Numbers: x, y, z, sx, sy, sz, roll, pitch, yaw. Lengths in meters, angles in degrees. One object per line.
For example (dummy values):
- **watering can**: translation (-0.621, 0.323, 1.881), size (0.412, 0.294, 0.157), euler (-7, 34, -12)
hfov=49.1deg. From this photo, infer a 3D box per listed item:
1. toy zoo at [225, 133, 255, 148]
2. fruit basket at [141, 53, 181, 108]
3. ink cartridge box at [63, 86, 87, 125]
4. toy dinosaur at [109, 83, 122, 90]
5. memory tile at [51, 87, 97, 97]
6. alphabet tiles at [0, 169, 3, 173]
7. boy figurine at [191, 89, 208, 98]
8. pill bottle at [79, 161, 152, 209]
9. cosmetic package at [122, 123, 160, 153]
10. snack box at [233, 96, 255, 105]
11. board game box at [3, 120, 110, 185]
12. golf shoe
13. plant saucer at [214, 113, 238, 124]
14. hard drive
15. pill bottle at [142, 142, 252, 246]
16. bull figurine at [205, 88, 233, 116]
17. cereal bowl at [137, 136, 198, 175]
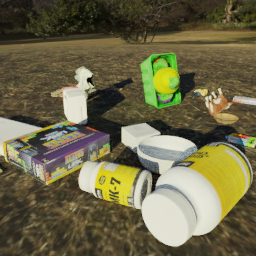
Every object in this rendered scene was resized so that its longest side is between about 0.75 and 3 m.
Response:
- **toy zoo**: translation (4.179, 0.424, 10.406), size (1.092, 0.112, 0.716), euler (14, 26, 32)
- **fruit basket**: translation (1.919, -2.392, 14.031), size (2.063, 2.861, 2.861), euler (-15, 26, -34)
- **ink cartridge box**: translation (-2.365, -0.997, 12.378), size (0.760, 1.306, 1.793), euler (-9, 23, -20)
- **toy dinosaur**: translation (-0.924, -2.563, 17.850), size (0.655, 0.377, 1.295), euler (0, 23, -45)
- **memory tile**: translation (-3.199, -2.094, 16.710), size (2.366, 0.199, 1.814), euler (8, 23, 17)
- **alphabet tiles**: translation (-5.098, 1.267, 8.314), size (2.140, 0.081, 1.789), euler (18, 28, 37)
- **boy figurine**: translation (4.188, -2.040, 16.300), size (1.165, 0.375, 0.724), euler (-16, 35, -39)
- **pill bottle**: translation (-0.312, 1.346, 6.935), size (1.644, 0.939, 0.939), euler (9, 23, 23)
- **cosmetic package**: translation (0.446, 0.339, 9.923), size (1.004, 0.619, 1.007), euler (-11, 24, -26)
- **snack box**: translation (6.615, -1.447, 15.020), size (1.778, 0.216, 0.639), euler (11, 24, 27)
- **board game box**: translation (-2.237, 0.628, 9.032), size (2.164, 0.742, 2.618), euler (16, 26, 35)
- **golf shoe**: translation (-2.205, -2.167, 14.727), size (1.004, 2.066, 0.809), euler (27, 51, 21)
- **plant saucer**: translation (4.323, -0.398, 12.398), size (1.050, 0.186, 1.050), euler (0, 21, 0)
- **hard drive**: translation (-4.781, 0.218, 10.545), size (2.981, 0.398, 1.966), euler (12, 24, 28)
- **pill bottle**: translation (1.543, 1.365, 6.139), size (1.480, 1.480, 2.642), euler (18, 28, 39)
- **bull figurine**: translation (4.341, -1.221, 13.430), size (0.599, 1.116, 1.838), euler (-27, 5, 45)
- **cereal bowl**: translation (1.161, 0.885, 8.373), size (1.782, 0.742, 1.782), euler (0, 22, 0)
